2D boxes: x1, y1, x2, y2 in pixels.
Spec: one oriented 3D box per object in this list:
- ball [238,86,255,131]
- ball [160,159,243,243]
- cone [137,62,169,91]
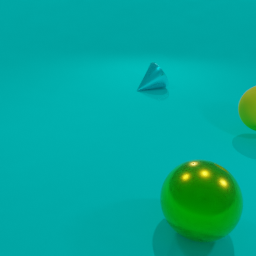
[{"bbox_3d":[3.555,-0.514,7.340,1.243,1.243,1.243,0,28,0],"label":"ball"},{"bbox_3d":[1.190,1.179,4.617,1.315,1.315,1.315,0,28,0],"label":"ball"},{"bbox_3d":[0.800,-1.801,11.136,1.159,1.155,1.155,-36,37,-9],"label":"cone"}]
